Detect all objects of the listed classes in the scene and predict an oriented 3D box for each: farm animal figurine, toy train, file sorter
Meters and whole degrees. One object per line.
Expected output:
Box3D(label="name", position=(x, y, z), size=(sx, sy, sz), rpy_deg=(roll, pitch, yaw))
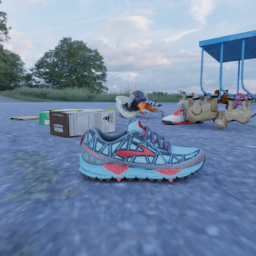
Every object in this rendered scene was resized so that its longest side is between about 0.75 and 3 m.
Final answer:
Box3D(label="farm animal figurine", position=(2.942, -0.541, 9.483), size=(2.288, 1.206, 2.314), rpy_deg=(-3, 15, 3))
Box3D(label="toy train", position=(-0.657, -0.528, 10.300), size=(1.057, 0.612, 0.447), rpy_deg=(-19, 54, -36))
Box3D(label="file sorter", position=(3.825, -1.863, 8.735), size=(2.728, 1.674, 1.893), rpy_deg=(1, -6, 38))

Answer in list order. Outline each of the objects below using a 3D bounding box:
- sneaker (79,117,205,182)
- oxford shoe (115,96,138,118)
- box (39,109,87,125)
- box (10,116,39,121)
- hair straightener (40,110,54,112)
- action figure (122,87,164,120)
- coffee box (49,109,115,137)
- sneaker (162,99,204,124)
Box3D(label="sneaker", position=(0.209, 0.265, 3.747), size=(1.727, 0.825, 0.685), rpy_deg=(-1, 7, -6))
Box3D(label="oxford shoe", position=(-0.112, -0.986, 15.068), size=(1.086, 0.834, 2.890), rpy_deg=(4, 20, -15))
Box3D(label="box", position=(-2.404, -0.486, 11.500), size=(1.384, 0.571, 2.359), rpy_deg=(2, 9, 18))
Box3D(label="box", position=(-4.754, -0.458, 13.115), size=(0.912, 0.119, 1.116), rpy_deg=(4, 8, 31))
Box3D(label="hair straightener", position=(-4.488, -0.913, 16.587), size=(1.593, 0.326, 0.613), rpy_deg=(-9, 9, -29))
Box3D(label="action figure", position=(0.933, -1.320, 13.895), size=(2.185, 1.143, 2.113), rpy_deg=(-20, 52, -38))
Box3D(label="coffee box", position=(-1.318, -0.183, 8.235), size=(1.707, 0.680, 0.976), rpy_deg=(-7, 9, -44))
Box3D(label="sneaker", position=(2.159, -0.652, 11.003), size=(1.823, 0.977, 0.609), rpy_deg=(-2, 7, -17))
